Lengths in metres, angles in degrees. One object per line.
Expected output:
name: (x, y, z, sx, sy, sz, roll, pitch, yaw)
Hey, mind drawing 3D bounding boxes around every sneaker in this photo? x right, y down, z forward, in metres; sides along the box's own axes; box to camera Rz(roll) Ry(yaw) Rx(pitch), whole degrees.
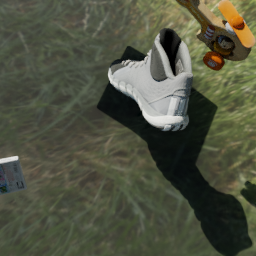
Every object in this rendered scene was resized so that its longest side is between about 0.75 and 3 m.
sneaker: (0.518, -1.354, 5.962, 1.099, 1.691, 2.928, -8, 36, -27)

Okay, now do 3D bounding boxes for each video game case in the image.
video game case: (-2.282, 0.891, 4.947, 0.812, 0.892, 0.106, -10, 46, -17)

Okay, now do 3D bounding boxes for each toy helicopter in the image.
toy helicopter: (1.555, -1.894, 5.080, 1.847, 1.221, 0.728, 40, 83, -18)
